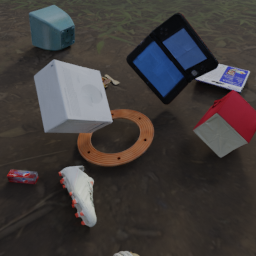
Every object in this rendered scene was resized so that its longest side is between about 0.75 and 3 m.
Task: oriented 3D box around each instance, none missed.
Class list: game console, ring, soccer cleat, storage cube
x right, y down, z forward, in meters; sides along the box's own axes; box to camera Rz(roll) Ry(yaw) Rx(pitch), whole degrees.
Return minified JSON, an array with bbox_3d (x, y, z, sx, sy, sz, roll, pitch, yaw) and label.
[{"bbox_3d":[1.846,-2.738,11.575,2.440,2.832,1.680,-21,29,50],"label":"game console"},{"bbox_3d":[-0.462,0.320,10.468,2.892,0.278,2.892,-6,43,6],"label":"ring"},{"bbox_3d":[-1.359,1.924,8.481,0.908,0.811,2.340,-17,39,-23],"label":"soccer cleat"},{"bbox_3d":[3.517,-0.136,9.983,1.687,1.442,1.517,44,55,1],"label":"storage cube"}]

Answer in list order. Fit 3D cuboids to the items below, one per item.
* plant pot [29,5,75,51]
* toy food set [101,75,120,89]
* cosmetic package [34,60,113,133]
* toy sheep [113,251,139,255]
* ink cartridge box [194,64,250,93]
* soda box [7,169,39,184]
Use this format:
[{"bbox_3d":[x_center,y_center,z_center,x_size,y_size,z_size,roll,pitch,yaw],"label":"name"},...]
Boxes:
[{"bbox_3d":[-4.403,-5.910,17.067,2.127,2.082,2.088,30,47,20],"label":"plant pot"},{"bbox_3d":[-1.528,-2.283,13.860,1.956,0.393,1.350,-26,46,-28],"label":"toy food set"},{"bbox_3d":[-1.885,-0.977,9.709,2.086,1.282,2.079,4,67,-52],"label":"cosmetic package"},{"bbox_3d":[-0.161,3.379,6.719,1.136,0.783,0.783,-14,40,-34],"label":"toy sheep"},{"bbox_3d":[4.668,-2.459,14.008,2.284,0.543,2.311,21,46,21],"label":"ink cartridge box"},{"bbox_3d":[-3.458,1.607,9.219,0.920,0.292,0.322,4,38,6],"label":"soda box"}]
